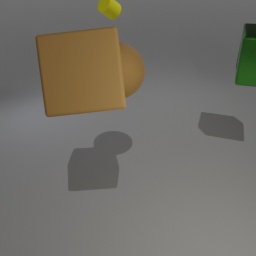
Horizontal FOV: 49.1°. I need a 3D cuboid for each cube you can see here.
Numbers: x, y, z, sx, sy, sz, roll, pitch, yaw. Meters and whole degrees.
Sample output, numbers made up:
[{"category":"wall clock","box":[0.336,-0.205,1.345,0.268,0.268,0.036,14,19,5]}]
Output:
[{"category":"cube","box":[3.931,-2.080,8.022,1.400,1.400,1.400,9,37,17]},{"category":"cube","box":[-0.803,-0.994,5.416,1.400,1.400,1.400,-6,4,0]}]

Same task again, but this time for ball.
[{"category":"ball","box":[-0.278,-1.427,7.036,1.400,1.400,1.400,0,30,0]}]

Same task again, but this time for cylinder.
[{"category":"cylinder","box":[-0.758,-4.924,11.455,0.700,0.700,0.700,28,9,39]}]
